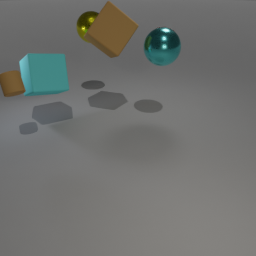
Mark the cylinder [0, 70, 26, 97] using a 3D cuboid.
[{"bbox_3d":[-3.831,-1.457,9.253,0.700,0.700,0.700,-17,2,1],"label":"cylinder"}]

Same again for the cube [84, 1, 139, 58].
[{"bbox_3d":[-0.686,-3.684,10.706,1.400,1.400,1.400,34,2,-18],"label":"cube"}]

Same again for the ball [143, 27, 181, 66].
[{"bbox_3d":[1.279,-3.031,10.484,1.400,1.400,1.400,0,28,0],"label":"ball"}]

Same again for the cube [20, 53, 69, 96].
[{"bbox_3d":[-3.249,-2.033,10.845,1.400,1.400,1.400,-9,5,-32],"label":"cube"}]

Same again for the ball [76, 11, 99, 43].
[{"bbox_3d":[-1.667,-4.620,12.864,1.400,1.400,1.400,0,28,0],"label":"ball"}]
